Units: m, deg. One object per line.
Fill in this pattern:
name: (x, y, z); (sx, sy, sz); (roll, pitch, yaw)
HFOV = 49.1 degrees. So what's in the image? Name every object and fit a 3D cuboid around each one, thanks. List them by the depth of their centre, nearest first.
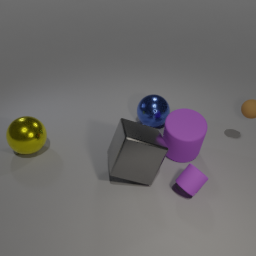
cylinder: (1.897, 1.535, 8.329); (0.700, 0.700, 0.700); (39, 5, -4)
cube: (0.246, 0.732, 8.928); (1.400, 1.400, 1.400); (16, 22, -15)
cylinder: (1.941, 0.275, 9.825); (1.400, 1.400, 1.400); (0, 52, 0)
ball: (4.444, -0.683, 10.071); (0.700, 0.700, 0.700); (0, 31, 0)
ball: (-3.672, 0.264, 10.175); (1.400, 1.400, 1.400); (0, 31, 0)
ball: (1.069, -0.719, 11.841); (1.400, 1.400, 1.400); (0, 31, 0)
